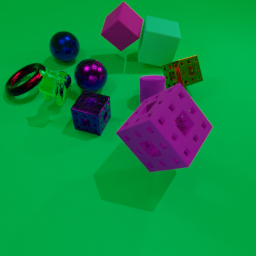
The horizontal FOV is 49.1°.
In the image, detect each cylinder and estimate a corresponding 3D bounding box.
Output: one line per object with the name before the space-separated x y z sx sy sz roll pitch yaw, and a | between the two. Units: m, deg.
cylinder | 0.805 -1.265 9.280 0.840 0.840 0.840 -2 20 1

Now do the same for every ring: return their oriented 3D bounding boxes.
ring | -3.619 -1.726 9.866 1.625 0.325 1.625 -17 42 16

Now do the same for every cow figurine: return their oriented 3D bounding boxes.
cow figurine | -2.244 -1.426 8.850 0.849 1.523 1.547 21 46 -1

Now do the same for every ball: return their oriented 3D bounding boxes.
ball | -1.295 -1.827 9.763 1.169 1.169 1.169 0 48 0
ball | -2.473 -3.175 10.940 1.179 1.179 1.179 0 48 0

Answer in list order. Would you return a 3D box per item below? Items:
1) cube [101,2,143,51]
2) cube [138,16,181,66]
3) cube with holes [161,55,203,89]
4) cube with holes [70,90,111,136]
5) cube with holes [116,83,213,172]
cube | -0.211 -3.718 10.343 1.049 1.049 1.049 32 54 -32
cube | 1.162 -3.311 10.768 1.317 1.317 1.317 10 44 -7
cube with holes | 1.865 -1.893 9.655 0.894 0.894 0.894 -21 10 -27
cube with holes | -1.119 -0.468 8.698 0.897 0.897 0.897 15 50 13
cube with holes | 0.885 0.047 6.845 1.390 1.390 1.390 50 56 -14
